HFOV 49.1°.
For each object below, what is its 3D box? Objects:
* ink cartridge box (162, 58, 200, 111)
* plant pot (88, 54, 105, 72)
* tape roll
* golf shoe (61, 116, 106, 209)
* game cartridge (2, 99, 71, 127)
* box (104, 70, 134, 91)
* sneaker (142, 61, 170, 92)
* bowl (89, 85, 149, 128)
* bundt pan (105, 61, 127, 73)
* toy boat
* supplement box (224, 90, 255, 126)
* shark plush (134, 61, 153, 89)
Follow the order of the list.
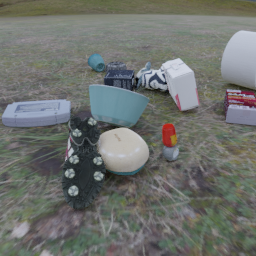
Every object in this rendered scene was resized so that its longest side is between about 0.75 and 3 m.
[{"bbox_3d":[2.083,-1.770,11.179,0.813,1.439,1.964,-18,28,4],"label":"ink cartridge box"},{"bbox_3d":[-1.720,-3.633,15.922,0.888,0.888,0.834,-14,46,-26],"label":"plant pot"},{"bbox_3d":[5.819,-3.150,13.092,2.533,2.533,1.739,-21,33,-35],"label":"tape roll"},{"bbox_3d":[-1.141,0.918,7.068,0.999,1.139,2.587,9,48,-14],"label":"golf shoe"},{"bbox_3d":[-3.321,-0.557,10.378,2.339,0.486,1.557,-4,32,-8],"label":"game cartridge"},{"bbox_3d":[-0.386,-2.186,13.093,1.254,0.791,1.276,4,28,7],"label":"box"},{"bbox_3d":[2.148,-2.369,13.193,2.676,1.068,1.741,-22,37,-38],"label":"sneaker"},{"bbox_3d":[-0.398,-0.639,9.304,2.063,1.079,2.063,12,-4,1],"label":"bowl"},{"bbox_3d":[-0.672,-3.444,15.867,1.306,0.490,1.306,0,27,0],"label":"bundt pan"},{"bbox_3d":[0.301,0.635,7.618,2.292,1.065,1.926,-14,25,-9],"label":"toy boat"},{"bbox_3d":[4.301,-0.834,10.673,1.118,0.625,2.054,7,27,13],"label":"supplement box"},{"bbox_3d":[0.937,-2.564,13.976,0.910,0.993,2.185,38,30,5],"label":"shark plush"}]
